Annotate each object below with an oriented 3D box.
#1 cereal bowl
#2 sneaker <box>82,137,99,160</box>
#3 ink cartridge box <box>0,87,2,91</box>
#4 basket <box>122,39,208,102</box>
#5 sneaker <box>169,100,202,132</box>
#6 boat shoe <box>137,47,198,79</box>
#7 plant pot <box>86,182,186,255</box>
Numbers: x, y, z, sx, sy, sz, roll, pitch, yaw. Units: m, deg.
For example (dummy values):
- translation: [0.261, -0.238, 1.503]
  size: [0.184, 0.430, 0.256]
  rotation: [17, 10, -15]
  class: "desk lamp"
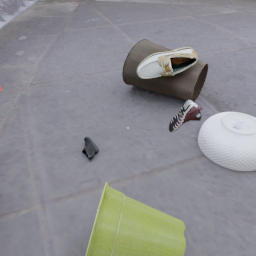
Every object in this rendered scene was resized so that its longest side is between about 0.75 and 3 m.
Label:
- translation: [3.636, 0.217, 9.296]
  size: [2.464, 1.026, 2.464]
  rotation: [1, 38, 0]
  class: "cereal bowl"
- translation: [-1.337, 0.660, 9.304]
  size: [0.511, 0.294, 0.980]
  rotation: [-21, 46, -32]
  class: "sneaker"
- translation: [-7.151, -2.182, 12.737]
  size: [2.168, 0.550, 2.461]
  rotation: [-20, 43, -22]
  class: "ink cartridge box"
- translation: [1.700, -2.375, 11.917]
  size: [2.951, 2.007, 2.660]
  rotation: [23, 35, 21]
  class: "basket"
- translation: [1.441, -0.188, 6.760]
  size: [0.569, 0.985, 0.373]
  rotation: [18, 41, -19]
  class: "sneaker"
- translation: [1.438, -2.365, 10.387]
  size: [2.310, 0.863, 0.790]
  rotation: [-21, 31, 6]
  class: "boat shoe"
- translation: [0.168, 2.390, 6.066]
  size: [1.905, 2.006, 2.006]
  rotation: [15, 39, -1]
  class: "plant pot"
